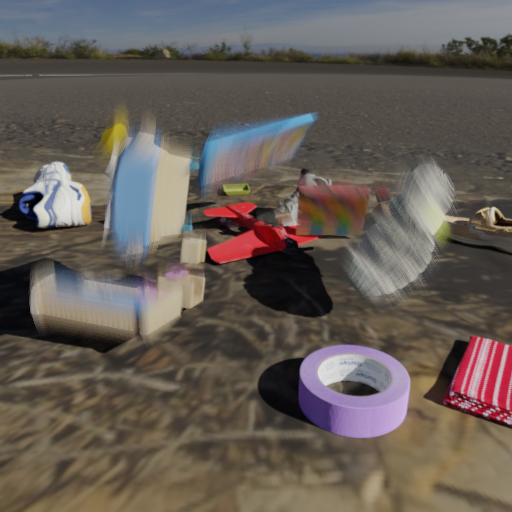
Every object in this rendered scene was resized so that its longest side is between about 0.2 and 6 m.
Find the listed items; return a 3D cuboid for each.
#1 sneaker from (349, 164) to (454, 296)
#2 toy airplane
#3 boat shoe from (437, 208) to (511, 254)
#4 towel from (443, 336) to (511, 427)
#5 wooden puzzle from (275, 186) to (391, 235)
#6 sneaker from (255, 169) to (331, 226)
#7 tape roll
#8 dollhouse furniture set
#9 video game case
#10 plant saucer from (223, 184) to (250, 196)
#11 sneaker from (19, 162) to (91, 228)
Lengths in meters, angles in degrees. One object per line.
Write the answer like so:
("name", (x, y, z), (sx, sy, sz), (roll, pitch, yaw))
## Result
("sneaker", (2.217, -0.298, 8.621), (0.979, 1.006, 2.526), (40, 63, 2))
("toy airplane", (0.043, -0.573, 11.635), (2.895, 0.533, 2.895), (2, 22, -1))
("boat shoe", (4.796, -0.611, 11.403), (2.234, 0.773, 0.824), (17, 28, 35))
("towel", (3.649, 1.641, 6.759), (2.359, 0.265, 1.706), (13, 25, 28))
("wooden puzzle", (1.515, -0.888, 11.158), (2.278, 1.351, 0.160), (0, 54, 0))
("sneaker", (0.825, -1.294, 12.306), (2.116, 1.222, 0.794), (-19, 35, -32))
("tape roll", (1.156, 1.578, 6.694), (1.287, 0.422, 1.287), (0, 22, 0))
("dollhouse furniture set", (-1.815, -0.492, 8.042), (1.698, 2.602, 2.457), (9, 9, 12))
("video game case", (-0.063, -2.125, 11.396), (2.245, 0.200, 1.607), (-19, -12, -16))
("plant saucer", (-0.529, -1.738, 14.857), (0.675, 0.162, 0.676), (-2, 23, -6))
("sneaker", (-4.886, -1.450, 12.966), (1.306, 1.115, 2.962), (-14, 26, -30))
